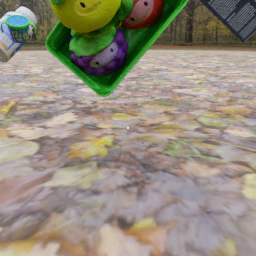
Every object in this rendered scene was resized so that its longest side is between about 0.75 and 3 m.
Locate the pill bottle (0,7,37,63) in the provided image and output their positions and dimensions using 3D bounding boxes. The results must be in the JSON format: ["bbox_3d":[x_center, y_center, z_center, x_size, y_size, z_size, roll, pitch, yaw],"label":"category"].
[{"bbox_3d":[-3.655,-2.978,8.788,0.978,0.978,1.745,12,58,31],"label":"pill bottle"}]

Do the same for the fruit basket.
[{"bbox_3d":[-0.373,-1.997,4.940,1.892,2.623,2.623,41,25,1],"label":"fruit basket"}]

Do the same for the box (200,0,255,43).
[{"bbox_3d":[3.232,-3.619,8.514,1.902,0.992,1.407,45,27,4],"label":"box"}]

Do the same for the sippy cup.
[{"bbox_3d":[-2.727,-2.443,7.003,0.732,0.537,0.575,25,49,9],"label":"sippy cup"}]
